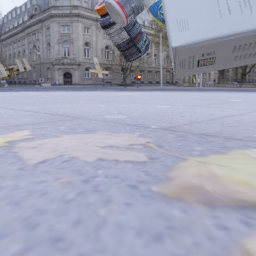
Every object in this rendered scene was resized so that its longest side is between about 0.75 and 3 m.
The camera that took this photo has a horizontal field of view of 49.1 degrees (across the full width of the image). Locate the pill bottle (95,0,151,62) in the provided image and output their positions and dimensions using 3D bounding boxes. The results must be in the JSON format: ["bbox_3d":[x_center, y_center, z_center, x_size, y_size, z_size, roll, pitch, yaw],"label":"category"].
[{"bbox_3d":[-0.171,-3.015,8.471,1.006,1.894,1.006,-26,35,21],"label":"pill bottle"}]

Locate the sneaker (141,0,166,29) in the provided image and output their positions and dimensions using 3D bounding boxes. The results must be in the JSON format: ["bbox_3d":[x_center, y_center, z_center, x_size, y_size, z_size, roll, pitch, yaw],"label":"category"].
[{"bbox_3d":[1.261,-2.331,5.657,2.795,1.058,1.468,39,20,9],"label":"sneaker"}]

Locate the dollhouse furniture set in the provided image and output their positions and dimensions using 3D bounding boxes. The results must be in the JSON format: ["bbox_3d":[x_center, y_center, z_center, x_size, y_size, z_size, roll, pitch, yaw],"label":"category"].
[{"bbox_3d":[-2.980,-1.518,6.863,0.719,0.545,0.820,-16,12,26],"label":"dollhouse furniture set"}]

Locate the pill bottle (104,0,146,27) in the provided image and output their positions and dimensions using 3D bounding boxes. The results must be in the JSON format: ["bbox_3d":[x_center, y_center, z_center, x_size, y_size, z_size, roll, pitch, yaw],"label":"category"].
[{"bbox_3d":[0.174,-3.397,7.265,1.438,0.819,0.819,-42,17,-6],"label":"pill bottle"}]

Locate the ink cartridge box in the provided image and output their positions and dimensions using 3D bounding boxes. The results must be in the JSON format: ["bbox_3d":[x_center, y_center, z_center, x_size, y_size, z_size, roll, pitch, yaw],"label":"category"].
[{"bbox_3d":[1.444,-2.076,3.741,2.052,2.337,0.980,-8,-14,10],"label":"ink cartridge box"}]

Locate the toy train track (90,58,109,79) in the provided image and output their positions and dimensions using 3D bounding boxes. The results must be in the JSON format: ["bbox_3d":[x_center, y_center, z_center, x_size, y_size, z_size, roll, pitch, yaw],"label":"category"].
[{"bbox_3d":[-1.104,-2.124,10.145,0.670,0.190,1.168,2,47,-23],"label":"toy train track"}]
